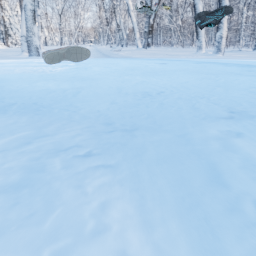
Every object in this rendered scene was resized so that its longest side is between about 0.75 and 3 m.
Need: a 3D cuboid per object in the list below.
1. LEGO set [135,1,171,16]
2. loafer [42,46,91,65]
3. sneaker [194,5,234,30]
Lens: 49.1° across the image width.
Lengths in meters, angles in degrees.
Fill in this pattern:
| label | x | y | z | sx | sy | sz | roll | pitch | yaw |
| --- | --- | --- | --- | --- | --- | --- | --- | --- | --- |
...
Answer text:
| label | x | y | z | sx | sy | sz | roll | pitch | yaw |
| --- | --- | --- | --- | --- | --- | --- | --- | --- | --- |
| LEGO set | 0.543 | -2.875 | 6.829 | 0.647 | 0.282 | 0.996 | 2 | 15 | -33 |
| loafer | -1.822 | -2.206 | 8.250 | 1.429 | 0.514 | 0.449 | -15 | 42 | -26 |
| sneaker | 3.071 | -3.880 | 9.918 | 1.509 | 0.598 | 0.569 | -18 | -3 | -8 |
